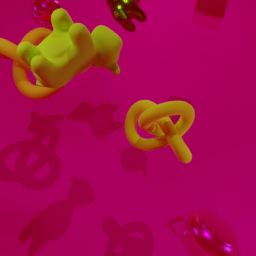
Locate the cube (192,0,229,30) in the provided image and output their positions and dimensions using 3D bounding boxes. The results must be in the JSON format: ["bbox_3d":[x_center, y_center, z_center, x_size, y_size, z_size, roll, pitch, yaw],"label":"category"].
[{"bbox_3d":[2.142,-3.107,7.268,0.745,0.745,0.745,16,91,10],"label":"cube"}]

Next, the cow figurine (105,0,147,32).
[{"bbox_3d":[-0.341,-3.257,6.787,0.872,1.563,1.589,-34,56,30],"label":"cow figurine"}]

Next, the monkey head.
[{"bbox_3d":[-2.025,-2.888,6.984,0.746,1.238,0.891,-50,36,-3],"label":"monkey head"}]

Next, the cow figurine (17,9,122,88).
[{"bbox_3d":[-0.899,-1.258,4.997,1.704,1.677,0.935,-44,68,-6],"label":"cow figurine"}]

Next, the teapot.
[{"bbox_3d":[1.305,1.854,4.549,1.483,0.726,0.922,30,22,-4],"label":"teapot"}]

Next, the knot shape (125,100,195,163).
[{"bbox_3d":[0.673,0.094,5.063,1.363,1.456,0.673,45,58,-18],"label":"knot shape"}]

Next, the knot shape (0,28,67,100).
[{"bbox_3d":[-2.063,-1.615,6.537,1.942,0.897,1.817,36,39,1],"label":"knot shape"}]
